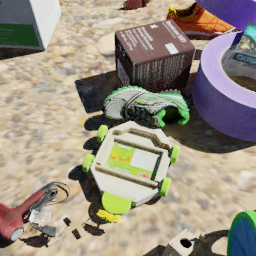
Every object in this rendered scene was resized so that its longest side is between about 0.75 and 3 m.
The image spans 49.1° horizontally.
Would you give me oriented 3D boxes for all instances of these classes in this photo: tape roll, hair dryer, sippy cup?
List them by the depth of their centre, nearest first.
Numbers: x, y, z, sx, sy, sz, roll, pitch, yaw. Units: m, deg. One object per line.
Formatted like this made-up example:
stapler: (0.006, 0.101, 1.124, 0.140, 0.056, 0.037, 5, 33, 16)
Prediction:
sippy cup: (2.534, 2.200, 4.405, 1.496, 1.603, 2.041, 7, 55, 4)
hair dryer: (-2.162, 1.715, 5.849, 1.750, 0.475, 1.333, 5, 36, -2)
tape roll: (3.259, -1.168, 7.398, 2.926, 1.243, 2.926, 0, 52, 0)
tape roll: (3.548, -4.085, 9.140, 2.721, 0.893, 2.721, 17, 39, -14)

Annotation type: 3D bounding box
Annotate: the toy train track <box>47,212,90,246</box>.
toy train track: (-1.189, 2.071, 5.671, 0.934, 0.152, 0.535, -31, 66, -14)

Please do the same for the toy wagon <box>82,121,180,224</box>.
toy wagon: (-0.011, 0.950, 6.278, 1.966, 0.501, 2.534, 15, 55, 12)

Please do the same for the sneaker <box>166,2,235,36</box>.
sneaker: (2.565, -3.679, 9.407, 2.546, 0.982, 0.929, -4, 45, -8)

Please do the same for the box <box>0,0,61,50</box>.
box: (-3.669, -4.018, 9.060, 2.284, 1.966, 2.295, 4, 53, 3)

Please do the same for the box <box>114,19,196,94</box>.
box: (0.663, -1.887, 7.807, 1.751, 1.438, 1.453, -18, 55, -13)

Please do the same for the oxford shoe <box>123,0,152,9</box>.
oxford shoe: (0.329, -4.821, 10.741, 1.152, 0.406, 0.431, -17, 28, -10)

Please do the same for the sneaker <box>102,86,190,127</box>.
sneaker: (0.468, -0.491, 6.990, 2.244, 0.876, 0.956, -2, 36, -1)

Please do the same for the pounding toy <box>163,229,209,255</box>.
pounding toy: (1.083, 2.106, 5.149, 0.917, 0.805, 0.419, -15, 39, -43)

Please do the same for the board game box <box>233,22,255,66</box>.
board game box: (3.864, -1.913, 6.999, 2.109, 0.297, 1.426, 22, 56, 16)
